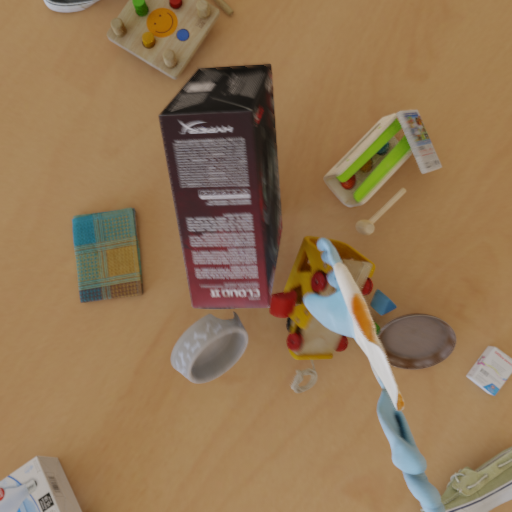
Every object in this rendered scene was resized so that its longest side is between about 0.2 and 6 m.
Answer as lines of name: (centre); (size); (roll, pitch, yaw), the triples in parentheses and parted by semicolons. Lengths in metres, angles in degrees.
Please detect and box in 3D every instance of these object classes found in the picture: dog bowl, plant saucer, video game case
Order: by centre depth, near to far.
dog bowl: (-0.714, 1.530, 9.213); (1.373, 1.373, 0.403); (-42, 58, -4)
plant saucer: (2.906, 1.533, 10.279); (1.434, 1.434, 0.230); (7, 40, 1)
video game case: (3.028, -2.128, 10.370); (0.108, 0.858, 1.199); (-23, 89, 40)

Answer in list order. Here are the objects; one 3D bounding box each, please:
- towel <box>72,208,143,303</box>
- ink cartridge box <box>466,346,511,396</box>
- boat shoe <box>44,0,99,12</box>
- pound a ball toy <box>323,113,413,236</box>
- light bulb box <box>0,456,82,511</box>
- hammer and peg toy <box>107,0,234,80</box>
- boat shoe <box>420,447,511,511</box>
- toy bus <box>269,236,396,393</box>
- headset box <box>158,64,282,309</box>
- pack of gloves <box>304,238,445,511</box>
towel: (-2.873, -0.015, 10.844); (1.258, 0.186, 1.716); (-7, 85, -1)
ink cartridge box: (4.429, 2.149, 10.528); (0.544, 0.318, 0.752); (39, 87, 4)
boat shoe: (-3.285, -5.509, 11.140); (2.096, 0.743, 0.755); (-18, 84, -2)
pound a ball toy: (2.214, -1.507, 10.667); (2.026, 0.861, 1.321); (-46, 104, -11)
light bulb box: (-3.969, 4.441, 9.874); (1.269, 0.792, 1.258); (-35, 64, -4)
hammer and peg toy: (-1.598, -4.823, 11.020); (1.739, 0.834, 2.364); (33, 85, 3)
boat shoe: (3.925, 4.226, 10.140); (2.458, 0.885, 0.762); (-21, 68, -10)
toy bus: (1.080, 0.844, 10.176); (2.450, 1.266, 2.312); (-34, 129, -9)
headset box: (-0.370, -1.011, 9.083); (1.351, 2.604, 3.500); (-1, 120, 9)
pack of gloves: (1.335, 1.519, 7.514); (0.757, 3.838, 3.224); (-21, 100, 6)
